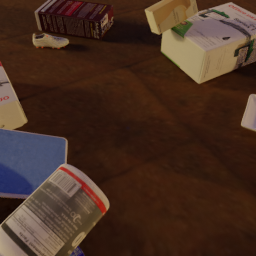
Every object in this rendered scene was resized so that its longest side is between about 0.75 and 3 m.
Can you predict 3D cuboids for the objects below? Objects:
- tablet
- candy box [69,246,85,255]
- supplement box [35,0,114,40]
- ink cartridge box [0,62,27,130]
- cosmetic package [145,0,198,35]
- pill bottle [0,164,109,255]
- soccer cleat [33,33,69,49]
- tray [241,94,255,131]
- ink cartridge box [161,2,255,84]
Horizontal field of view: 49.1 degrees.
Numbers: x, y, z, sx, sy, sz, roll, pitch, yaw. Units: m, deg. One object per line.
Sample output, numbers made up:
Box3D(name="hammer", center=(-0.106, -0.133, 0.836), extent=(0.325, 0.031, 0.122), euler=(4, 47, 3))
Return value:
Box3D(name="tablet", center=(-2.701, 0.710, 6.102), extent=(2.703, 0.185, 1.758), euler=(10, 45, -19))
Box3D(name="candy box", center=(-1.669, 2.192, 5.092), extent=(1.207, 0.550, 1.428), euler=(-34, 56, -26))
Box3D(name="supplement box", center=(-1.996, -4.200, 10.688), extent=(2.599, 0.791, 1.414), euler=(13, 49, 12))
Box3D(name="ink cartridge box", center=(-3.865, -0.802, 7.559), extent=(1.546, 0.887, 2.128), euler=(-23, 52, -20))
Box3D(name="cosmetic package", center=(1.308, -3.485, 8.367), extent=(1.437, 0.756, 0.511), euler=(-32, 37, -6))
Box3D(name="pill bottle", center=(-1.318, 1.620, 4.427), extent=(1.117, 1.117, 1.961), euler=(31, 62, 25))
Box3D(name="soccer cleat", center=(-2.745, -3.107, 9.915), extent=(1.255, 0.487, 0.435), euler=(-1, 48, -2))
Box3D(name="tray", center=(4.365, -0.012, 7.259), extent=(2.644, 0.293, 1.420), euler=(20, 52, 17))
Box3D(name="ink cartridge box", center=(2.900, -2.893, 9.199), extent=(2.923, 1.232, 2.135), euler=(-24, 52, -19))
